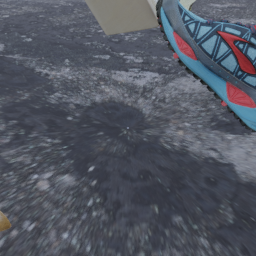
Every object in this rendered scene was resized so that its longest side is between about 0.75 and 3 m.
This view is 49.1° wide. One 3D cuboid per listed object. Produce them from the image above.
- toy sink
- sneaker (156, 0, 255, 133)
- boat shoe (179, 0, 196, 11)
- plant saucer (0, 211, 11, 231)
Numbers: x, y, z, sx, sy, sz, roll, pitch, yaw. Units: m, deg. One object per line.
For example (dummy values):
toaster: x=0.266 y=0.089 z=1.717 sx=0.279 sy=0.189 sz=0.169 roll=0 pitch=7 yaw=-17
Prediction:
toy sink: x=0.071 y=-2.505 z=4.964 sx=1.023 sy=1.190 sz=1.826 roll=-45 pitch=30 yaw=-16
sneaker: x=1.446 y=-1.077 z=3.844 sx=2.401 sy=1.147 sz=0.952 roll=41 pitch=28 yaw=-11
boat shoe: x=1.636 y=-3.540 z=8.023 sx=0.435 sy=1.217 sz=0.364 roll=27 pitch=-6 yaw=-4
plant saucer: x=-1.867 y=1.025 z=3.175 sx=1.033 sy=0.183 sz=1.033 roll=4 pitch=-9 yaw=1
